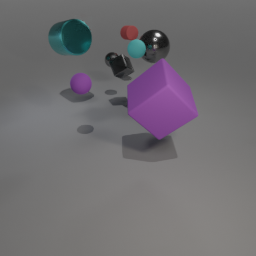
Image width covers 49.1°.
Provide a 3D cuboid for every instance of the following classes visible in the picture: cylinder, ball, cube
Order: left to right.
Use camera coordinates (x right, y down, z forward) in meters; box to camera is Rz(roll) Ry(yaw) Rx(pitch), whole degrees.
[{"bbox_3d":[-2.428,-3.751,11.693,1.400,1.400,1.400,-19,23,-30],"label":"cylinder"},{"bbox_3d":[-1.536,-1.445,9.137,0.700,0.700,0.700,0,29,0],"label":"ball"},{"bbox_3d":[-0.735,-3.166,13.016,0.700,0.700,0.700,0,29,0],"label":"ball"},{"bbox_3d":[-0.264,-2.613,11.975,0.700,0.700,0.700,-25,-12,23],"label":"cube"},{"bbox_3d":[0.064,-4.851,14.277,0.700,0.700,0.700,-14,25,-24],"label":"cylinder"},{"bbox_3d":[0.325,-3.015,10.694,0.700,0.700,0.700,0,29,0],"label":"ball"},{"bbox_3d":[1.119,-3.525,12.143,1.400,1.400,1.400,0,29,0],"label":"ball"},{"bbox_3d":[0.945,-0.810,8.047,1.400,1.400,1.400,-34,35,27],"label":"cube"}]
